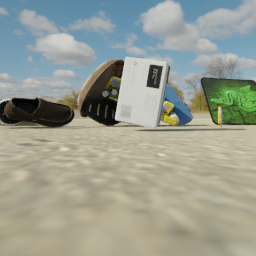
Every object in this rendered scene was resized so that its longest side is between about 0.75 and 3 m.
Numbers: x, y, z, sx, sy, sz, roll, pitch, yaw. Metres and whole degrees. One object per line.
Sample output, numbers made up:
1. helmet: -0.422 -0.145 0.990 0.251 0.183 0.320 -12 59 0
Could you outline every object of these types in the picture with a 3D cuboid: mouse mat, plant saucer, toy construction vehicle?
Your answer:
1. mouse mat: 4.605 -1.161 11.938 2.906 2.339 0.109 0 -27 -17
2. plant saucer: -1.010 -1.480 10.047 0.400 2.493 2.493 38 9 8
3. toy construction vehicle: 0.652 -1.255 10.471 2.907 1.024 2.531 24 16 -2

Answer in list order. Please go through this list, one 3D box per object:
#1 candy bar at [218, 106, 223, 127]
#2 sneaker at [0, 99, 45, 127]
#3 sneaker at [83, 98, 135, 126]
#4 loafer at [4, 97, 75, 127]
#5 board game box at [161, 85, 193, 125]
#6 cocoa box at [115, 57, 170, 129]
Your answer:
1. candy bar: 2.811 -0.344 8.518 0.089 0.804 0.200 -23 -54 39
2. sneaker: -3.433 -0.477 9.168 0.995 0.927 2.509 -7 -4 30
3. sneaker: -0.594 -0.612 10.924 2.717 1.004 1.077 5 6 -41
4. loafer: -2.502 -0.487 8.093 1.975 0.721 0.705 3 -24 -22
5. board game box: 1.460 -1.029 10.604 1.830 0.451 2.317 -1 -42 50
6. cocoa box: 0.392 -0.863 6.810 1.011 1.516 0.995 11 10 11
